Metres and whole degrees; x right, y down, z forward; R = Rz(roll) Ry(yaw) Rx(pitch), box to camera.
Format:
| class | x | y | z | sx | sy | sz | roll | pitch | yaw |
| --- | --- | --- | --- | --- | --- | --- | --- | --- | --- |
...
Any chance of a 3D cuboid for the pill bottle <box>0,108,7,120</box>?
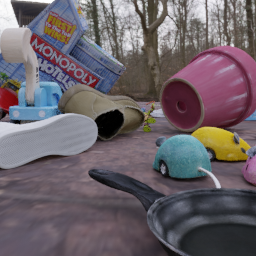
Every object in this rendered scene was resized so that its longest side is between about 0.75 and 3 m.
| class | x | y | z | sx | sy | sz | roll | pitch | yaw |
| --- | --- | --- | --- | --- | --- | --- | --- | --- | --- |
| pill bottle | -5.033 | -0.570 | 10.147 | 0.806 | 0.806 | 1.440 | 0 | 6 | 4 |

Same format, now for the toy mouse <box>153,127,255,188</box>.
| class | x | y | z | sx | sy | sz | roll | pitch | yaw |
| --- | --- | --- | --- | --- | --- | --- | --- | --- | --- |
| toy mouse | 1.221 | 0.323 | 3.558 | 2.527 | 0.489 | 2.246 | 3 | 7 | 24 |

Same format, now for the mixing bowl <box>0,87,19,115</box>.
| class | x | y | z | sx | sy | sz | roll | pitch | yaw |
| --- | --- | --- | --- | --- | --- | --- | --- | --- | --- |
| mixing bowl | -3.499 | -1.030 | 10.141 | 2.312 | 1.252 | 2.312 | 0 | 51 | 1 |

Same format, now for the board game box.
| class | x | y | z | sx | sy | sz | roll | pitch | yaw |
| --- | --- | --- | --- | --- | --- | --- | --- | --- | --- |
| board game box | -1.675 | -1.815 | 7.363 | 2.997 | 2.995 | 0.924 | 34 | 19 | -14 |

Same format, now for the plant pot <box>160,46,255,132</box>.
| class | x | y | z | sx | sy | sz | roll | pitch | yaw |
| --- | --- | --- | --- | --- | --- | --- | --- | --- | --- |
| plant pot | 2.163 | -0.938 | 7.872 | 2.123 | 2.372 | 2.372 | -24 | 19 | -34 |

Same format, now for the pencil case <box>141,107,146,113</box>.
| class | x | y | z | sx | sy | sz | roll | pitch | yaw |
| --- | --- | --- | --- | --- | --- | --- | --- | --- | --- |
| pencil case | 0.527 | -0.929 | 15.127 | 0.854 | 0.395 | 0.363 | 0 | 10 | 7 |

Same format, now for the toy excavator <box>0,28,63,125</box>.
| class | x | y | z | sx | sy | sz | roll | pitch | yaw |
| --- | --- | --- | --- | --- | --- | --- | --- | --- | --- |
| toy excavator | -1.876 | -0.729 | 5.620 | 1.061 | 2.125 | 2.066 | 0 | 6 | 4 |

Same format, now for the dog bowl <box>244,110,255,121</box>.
| class | x | y | z | sx | sy | sz | roll | pitch | yaw |
| --- | --- | --- | --- | --- | --- | --- | --- | --- | --- |
| dog bowl | 4.215 | -0.667 | 11.664 | 2.641 | 0.655 | 1.472 | -2 | 7 | -10 |

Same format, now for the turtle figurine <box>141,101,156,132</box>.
| class | x | y | z | sx | sy | sz | roll | pitch | yaw |
| --- | --- | --- | --- | --- | --- | --- | --- | --- | --- |
| turtle figurine | 0.505 | -0.208 | 7.951 | 0.351 | 1.089 | 0.878 | 37 | 16 | -22 |

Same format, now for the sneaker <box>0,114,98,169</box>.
| class | x | y | z | sx | sy | sz | roll | pitch | yaw |
| --- | --- | --- | --- | --- | --- | --- | --- | --- | --- |
| sneaker | -1.514 | 0.099 | 4.607 | 1.122 | 0.715 | 1.941 | 9 | 12 | 39 |

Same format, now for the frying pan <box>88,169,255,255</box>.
| class | x | y | z | sx | sy | sz | roll | pitch | yaw |
| --- | --- | --- | --- | --- | --- | --- | --- | --- | --- |
| frying pan | 0.351 | 0.612 | 1.842 | 1.987 | 0.323 | 1.202 | 1 | 5 | 21 |

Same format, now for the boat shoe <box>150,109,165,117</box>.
| class | x | y | z | sx | sy | sz | roll | pitch | yaw |
| --- | --- | --- | --- | --- | --- | --- | --- | --- | --- |
| boat shoe | 1.922 | -0.811 | 13.012 | 1.916 | 0.626 | 0.705 | 1 | 6 | 7 |

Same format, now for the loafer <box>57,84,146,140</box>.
| class | x | y | z | sx | sy | sz | roll | pitch | yaw |
| --- | --- | --- | --- | --- | --- | --- | --- | --- | --- |
| loafer | -0.407 | -0.188 | 6.376 | 2.715 | 1.032 | 0.915 | 7 | 41 | -55 |
